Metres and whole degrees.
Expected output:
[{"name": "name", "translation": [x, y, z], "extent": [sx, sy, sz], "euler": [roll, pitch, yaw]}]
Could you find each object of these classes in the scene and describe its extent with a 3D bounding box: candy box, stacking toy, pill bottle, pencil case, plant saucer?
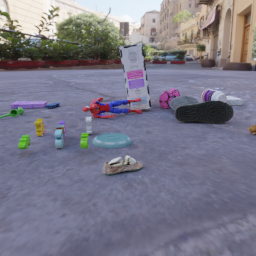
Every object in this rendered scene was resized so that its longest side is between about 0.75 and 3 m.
[{"name": "candy box", "translation": [0.340, -2.525, 13.735], "extent": [1.066, 2.981, 2.501], "euler": [-10, 15, 2]}, {"name": "stacking toy", "translation": [-2.038, 0.220, 8.444], "extent": [1.820, 0.567, 2.414], "euler": [-3, 17, -4]}, {"name": "pill bottle", "translation": [4.497, -1.572, 14.579], "extent": [0.791, 0.791, 1.407], "euler": [-4, 16, -16]}, {"name": "pencil case", "translation": [2.174, -1.579, 14.361], "extent": [0.862, 0.890, 1.900], "euler": [-11, 9, 20]}, {"name": "plant saucer", "translation": [-0.477, 0.358, 8.522], "extent": [1.220, 0.167, 1.220], "euler": [1, 15, 0]}]

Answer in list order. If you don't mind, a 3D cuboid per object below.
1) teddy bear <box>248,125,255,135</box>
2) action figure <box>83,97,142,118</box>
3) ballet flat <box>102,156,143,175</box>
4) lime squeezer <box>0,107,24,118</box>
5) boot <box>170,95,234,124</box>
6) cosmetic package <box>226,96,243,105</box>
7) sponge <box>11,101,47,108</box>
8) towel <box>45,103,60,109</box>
[{"name": "teddy bear", "translation": [4.436, 0.064, 9.500], "extent": [0.668, 0.308, 0.921], "euler": [17, 14, 28]}, {"name": "action figure", "translation": [-0.525, -0.869, 11.703], "extent": [2.641, 0.862, 1.307], "euler": [-6, 6, -23]}, {"name": "ballet flat", "translation": [-0.092, 0.825, 6.390], "extent": [1.030, 0.346, 0.351], "euler": [-9, 17, -30]}, {"name": "lime squeezer", "translation": [-4.945, -0.675, 12.074], "extent": [0.675, 0.361, 1.912], "euler": [3, 16, 12]}, {"name": "boot", "translation": [2.988, -0.846, 11.946], "extent": [2.427, 0.969, 2.670], "euler": [4, 9, 8]}, {"name": "cosmetic package", "translation": [5.355, -1.480, 15.094], "extent": [1.006, 0.345, 1.335], "euler": [-5, 15, -10]}, {"name": "sponge", "translation": [-5.004, -1.191, 14.204], "extent": [1.610, 0.240, 0.898], "euler": [0, 15, -3]}, {"name": "towel", "translation": [-3.776, -1.114, 14.035], "extent": [0.426, 0.185, 0.764], "euler": [5, 17, 20]}]
